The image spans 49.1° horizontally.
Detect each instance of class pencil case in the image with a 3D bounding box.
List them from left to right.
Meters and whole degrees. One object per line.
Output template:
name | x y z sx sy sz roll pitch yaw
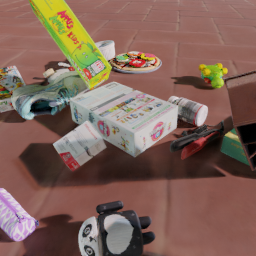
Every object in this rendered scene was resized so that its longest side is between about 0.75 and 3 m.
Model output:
pencil case | -2.167 1.548 5.105 1.170 0.500 0.491 25 41 33

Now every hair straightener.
hair straightener | 1.792 0.140 7.291 2.052 0.420 0.790 -26 42 -33

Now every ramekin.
ramekin | -1.131 -3.305 12.143 1.205 0.632 1.205 -10 30 6

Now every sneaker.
sneaker | -2.130 -0.888 8.545 2.566 0.996 1.107 -24 47 -17

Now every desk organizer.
desk organizer | 2.484 -0.025 5.176 0.851 2.374 0.914 -12 59 25

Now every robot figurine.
robot figurine | -0.189 1.752 4.553 1.211 0.756 0.910 -6 22 -10

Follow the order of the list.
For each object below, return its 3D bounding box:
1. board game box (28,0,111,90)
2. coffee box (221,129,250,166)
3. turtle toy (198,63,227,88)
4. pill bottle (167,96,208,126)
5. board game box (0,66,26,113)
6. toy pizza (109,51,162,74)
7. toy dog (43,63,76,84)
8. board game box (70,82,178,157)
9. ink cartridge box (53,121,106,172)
board game box | -1.620 -2.522 7.800 0.692 2.906 1.476 -36 4 -8
coffee box | 3.674 0.210 7.061 2.493 0.548 1.533 -26 42 -34
turtle toy | 3.100 -1.895 10.186 0.894 0.620 1.226 -5 34 -6
pill bottle | 1.678 -0.512 8.097 1.084 0.617 0.617 26 41 34
board game box | -4.381 -1.318 9.442 1.693 0.464 2.682 -18 37 -23
toy pizza | 0.306 -2.887 11.915 2.254 0.357 2.254 0 34 0
toy dog | -2.353 -1.903 10.141 1.515 0.999 0.730 -15 3 -33
board game box | -0.134 -0.385 7.777 2.434 0.782 1.795 27 42 35
ink cartridge box | -1.089 0.398 6.390 0.966 0.405 0.697 -36 57 -10
